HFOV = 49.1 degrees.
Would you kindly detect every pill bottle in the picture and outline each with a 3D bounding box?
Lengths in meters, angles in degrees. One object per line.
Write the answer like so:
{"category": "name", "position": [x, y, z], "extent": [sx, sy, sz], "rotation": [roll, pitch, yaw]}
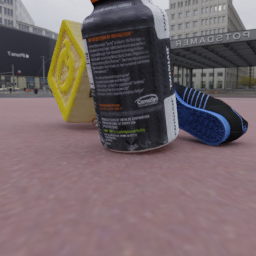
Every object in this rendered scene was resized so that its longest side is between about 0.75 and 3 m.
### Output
{"category": "pill bottle", "position": [0.030, -1.168, 5.100], "extent": [1.563, 2.942, 1.563], "rotation": [-8, 17, 2]}

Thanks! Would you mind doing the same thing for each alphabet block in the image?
{"category": "alphabet block", "position": [-0.900, -1.659, 8.624], "extent": [2.315, 2.262, 2.274], "rotation": [-2, 43, -34]}

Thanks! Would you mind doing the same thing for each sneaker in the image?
{"category": "sneaker", "position": [1.495, -0.436, 6.524], "extent": [1.023, 0.921, 2.626], "rotation": [-7, 35, -36]}

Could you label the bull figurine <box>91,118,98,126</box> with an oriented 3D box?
{"category": "bull figurine", "position": [-0.654, -0.236, 8.131], "extent": [0.808, 0.263, 0.490], "rotation": [-17, 15, -17]}
